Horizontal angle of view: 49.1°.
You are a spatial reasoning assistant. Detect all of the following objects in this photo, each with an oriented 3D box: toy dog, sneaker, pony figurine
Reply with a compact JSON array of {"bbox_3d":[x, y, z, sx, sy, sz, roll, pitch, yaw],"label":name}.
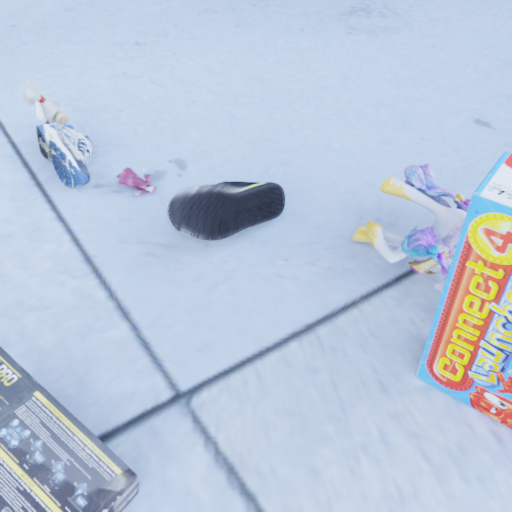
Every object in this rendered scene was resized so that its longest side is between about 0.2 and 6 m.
[{"bbox_3d":[-4.527,-3.080,11.789,0.552,1.146,0.756,-45,45,7],"label":"toy dog"},{"bbox_3d":[-3.719,-2.163,11.372,0.929,0.840,2.181,-20,47,-28],"label":"sneaker"},{"bbox_3d":[-0.596,-0.830,9.737,2.487,0.892,1.030,-10,18,-42],"label":"sneaker"},{"bbox_3d":[3.113,-0.399,8.878,2.473,2.134,2.562,-45,56,0],"label":"pony figurine"}]

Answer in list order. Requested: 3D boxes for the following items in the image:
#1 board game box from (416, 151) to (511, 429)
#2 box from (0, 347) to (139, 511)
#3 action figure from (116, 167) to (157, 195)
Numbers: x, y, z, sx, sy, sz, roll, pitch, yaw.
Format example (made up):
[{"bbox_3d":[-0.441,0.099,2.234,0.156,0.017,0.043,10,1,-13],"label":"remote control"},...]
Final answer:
[{"bbox_3d":[3.692,0.917,6.145,3.215,3.283,0.918,26,50,27],"label":"board game box"},{"bbox_3d":[-2.990,2.406,6.067,2.702,0.664,2.178,35,53,16],"label":"box"},{"bbox_3d":[-2.299,-1.378,10.890,0.802,0.597,0.537,28,73,3],"label":"action figure"}]
